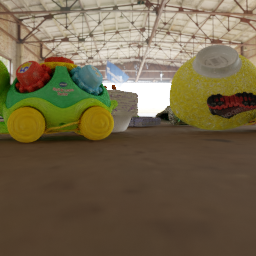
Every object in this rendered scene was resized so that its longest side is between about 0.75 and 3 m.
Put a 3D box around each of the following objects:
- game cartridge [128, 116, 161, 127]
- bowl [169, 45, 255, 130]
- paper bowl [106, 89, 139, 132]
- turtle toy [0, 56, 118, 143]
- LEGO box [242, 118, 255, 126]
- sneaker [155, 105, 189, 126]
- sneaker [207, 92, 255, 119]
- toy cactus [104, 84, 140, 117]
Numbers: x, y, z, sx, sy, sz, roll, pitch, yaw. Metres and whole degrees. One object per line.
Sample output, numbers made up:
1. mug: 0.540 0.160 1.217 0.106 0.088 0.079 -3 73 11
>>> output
1. game cartridge: -0.019 -0.249 10.025 2.022 0.388 1.311 2 0 34
2. bowl: 2.138 -1.226 6.813 2.367 1.273 2.367 -7 46 7
3. paper bowl: -0.611 -0.362 6.232 1.705 0.887 1.705 0 2 0
4. turtle toy: -1.295 -0.445 4.150 2.376 1.201 1.732 -1 2 -18
5. LEGO box: 2.982 -0.555 7.223 1.226 0.913 0.473 -2 -24 -43
6. sneaker: 2.095 -0.437 10.515 1.192 1.034 2.690 -17 6 -38
7. sneaker: 2.168 -0.444 5.724 1.083 0.383 0.529 -2 -39 13
8. toy cactus: -0.783 -1.000 12.255 2.622 1.341 2.163 48 27 15
